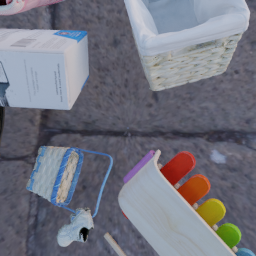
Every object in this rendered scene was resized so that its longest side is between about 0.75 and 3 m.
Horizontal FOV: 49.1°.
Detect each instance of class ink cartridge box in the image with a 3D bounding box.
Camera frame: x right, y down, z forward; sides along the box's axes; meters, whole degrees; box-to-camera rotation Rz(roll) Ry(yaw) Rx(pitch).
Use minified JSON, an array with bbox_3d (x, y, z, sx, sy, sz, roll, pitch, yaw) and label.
[{"bbox_3d":[-2.263,-1.295,5.616,2.652,1.942,1.139,2,119,3],"label":"ink cartridge box"}]

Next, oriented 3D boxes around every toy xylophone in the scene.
[{"bbox_3d":[0.780,1.806,4.675,2.042,0.701,2.789,-40,79,26],"label":"toy xylophone"}]

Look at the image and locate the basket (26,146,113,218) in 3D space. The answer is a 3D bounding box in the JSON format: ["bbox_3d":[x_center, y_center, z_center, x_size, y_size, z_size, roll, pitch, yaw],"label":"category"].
[{"bbox_3d":[-1.367,1.164,6.743,1.750,1.217,1.543,16,79,15],"label":"basket"}]

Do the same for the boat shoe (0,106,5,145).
[{"bbox_3d":[-3.113,0.506,5.800,0.772,0.914,2.565,3,86,22],"label":"boat shoe"}]

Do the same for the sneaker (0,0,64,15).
[{"bbox_3d":[-1.900,-2.978,5.733,2.460,1.286,0.926,-21,111,5],"label":"sneaker"}]

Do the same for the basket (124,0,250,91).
[{"bbox_3d":[1.001,-2.568,6.161,2.030,1.847,2.994,-14,65,4],"label":"basket"}]

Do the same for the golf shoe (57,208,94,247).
[{"bbox_3d":[-1.038,2.079,5.497,1.080,0.423,0.525,-57,50,24],"label":"golf shoe"}]
